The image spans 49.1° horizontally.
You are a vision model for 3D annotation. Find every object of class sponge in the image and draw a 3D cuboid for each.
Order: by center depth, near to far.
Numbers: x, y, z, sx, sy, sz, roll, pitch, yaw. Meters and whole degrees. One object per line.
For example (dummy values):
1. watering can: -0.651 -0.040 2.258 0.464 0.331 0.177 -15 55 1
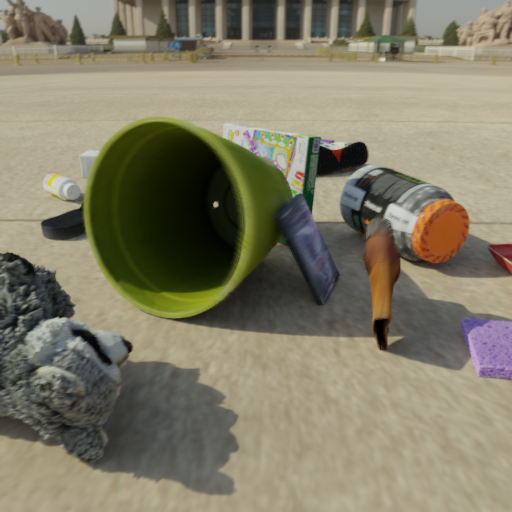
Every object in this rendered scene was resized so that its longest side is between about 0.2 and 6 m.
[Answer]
1. sponge: 3.180 1.222 7.420 0.695 0.186 1.245 4 24 8

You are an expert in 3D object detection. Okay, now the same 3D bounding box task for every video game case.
1. video game case: 0.848 -0.135 8.991 0.149 1.574 1.125 -22 13 28

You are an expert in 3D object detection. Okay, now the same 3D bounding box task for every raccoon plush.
1. raccoon plush: -2.976 1.557 5.905 3.409 1.649 2.284 -34 45 -4

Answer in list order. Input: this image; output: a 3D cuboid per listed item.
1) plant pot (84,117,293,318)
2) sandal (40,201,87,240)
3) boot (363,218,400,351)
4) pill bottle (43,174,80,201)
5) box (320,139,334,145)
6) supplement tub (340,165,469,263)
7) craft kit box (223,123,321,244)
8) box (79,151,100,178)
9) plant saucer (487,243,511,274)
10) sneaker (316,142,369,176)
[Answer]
1. plant pot: -0.735 -0.737 9.200 2.885 2.885 2.778 12 15 25
2. sandal: -3.397 -1.023 12.175 1.032 0.581 2.714 13 26 28
3. boot: 1.841 0.547 7.902 0.565 1.553 1.650 0 56 7
4. pill bottle: -4.750 -1.673 13.760 1.044 0.544 0.544 22 31 40
5. box: 1.473 -3.516 18.319 1.495 0.377 2.091 14 28 28
6. supplement tub: 2.750 -0.795 10.565 1.426 1.426 2.328 -10 25 -23
7. craft kit box: 0.193 -1.457 11.183 2.103 2.129 0.517 18 22 38
8. box: -4.514 -2.557 15.672 0.573 0.666 0.669 4 23 9
9. plant saucer: 5.197 0.246 9.521 1.843 0.339 1.846 -3 23 -7
10. sneaker: 1.970 -2.821 16.331 2.507 0.883 1.172 -11 9 -22
